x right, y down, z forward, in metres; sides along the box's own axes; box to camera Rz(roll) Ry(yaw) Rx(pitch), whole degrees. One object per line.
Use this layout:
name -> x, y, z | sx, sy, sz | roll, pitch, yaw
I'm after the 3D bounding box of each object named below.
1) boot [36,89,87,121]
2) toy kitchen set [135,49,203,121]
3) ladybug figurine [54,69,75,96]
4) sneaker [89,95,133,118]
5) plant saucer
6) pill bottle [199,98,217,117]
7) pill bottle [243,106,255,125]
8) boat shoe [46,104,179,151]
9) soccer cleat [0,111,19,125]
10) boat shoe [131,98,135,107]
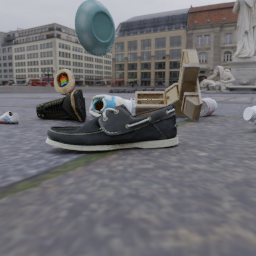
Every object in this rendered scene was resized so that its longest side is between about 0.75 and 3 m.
boot -> -2.494, -0.666, 9.976 | 1.921, 1.076, 2.778 | -5, -4, -6
toy kitchen set -> 1.401, -1.226, 10.317 | 2.269, 2.515, 2.052 | 0, 50, 2
ladybug figurine -> -2.494, -1.780, 11.213 | 0.876, 1.291, 0.464 | -22, -30, 10
sneaker -> -0.774, -0.678, 8.894 | 0.982, 0.930, 2.432 | 12, -4, -27
plant saucer -> -0.784, -2.768, 7.739 | 0.293, 1.522, 1.522 | 6, 10, 40
pill bottle -> 3.257, -0.886, 11.769 | 0.725, 0.725, 1.278 | 6, 11, 35
pill bottle -> 3.674, -0.311, 7.676 | 0.946, 0.517, 0.517 | 9, 6, -16
boat shoe -> -0.270, -0.039, 5.655 | 2.694, 0.911, 0.968 | -4, 11, -15
soccer cleat -> -3.993, -0.357, 9.281 | 0.982, 0.424, 0.343 | 4, 9, 26
boat shoe -> 0.569, -1.514, 16.478 | 0.639, 0.568, 1.738 | -5, 10, -31
